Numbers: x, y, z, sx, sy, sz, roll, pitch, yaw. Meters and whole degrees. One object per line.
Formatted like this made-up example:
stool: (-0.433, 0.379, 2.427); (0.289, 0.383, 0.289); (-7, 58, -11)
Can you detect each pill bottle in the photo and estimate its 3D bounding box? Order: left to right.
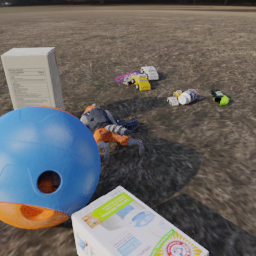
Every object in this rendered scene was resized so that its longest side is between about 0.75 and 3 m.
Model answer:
pill bottle: (2.582, -1.339, 12.190); (0.509, 0.509, 0.850); (23, 37, 35)

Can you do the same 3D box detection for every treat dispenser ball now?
treat dispenser ball: (-1.905, 0.812, 6.113); (2.622, 2.622, 2.622); (0, 29, 0)

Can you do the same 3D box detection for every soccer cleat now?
soccer cleat: (3.955, -1.396, 12.393); (0.526, 0.438, 1.298); (-11, 33, -11)

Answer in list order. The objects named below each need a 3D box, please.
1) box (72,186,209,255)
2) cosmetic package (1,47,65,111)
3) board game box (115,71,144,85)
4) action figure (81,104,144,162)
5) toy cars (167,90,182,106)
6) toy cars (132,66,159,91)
box: (0.145, 2.237, 5.000); (1.234, 1.112, 2.195); (-24, 37, -35)
cosmetic package: (-3.043, -1.171, 9.407); (1.505, 2.861, 1.017); (0, 29, 1)
board game box: (0.193, -2.688, 14.963); (0.954, 0.257, 1.590); (19, 34, 38)
action figure: (-0.498, -0.059, 9.080); (2.582, 1.351, 2.498); (-19, 43, -32)
toy cars: (2.142, -1.395, 12.482); (0.643, 0.318, 1.435); (14, 32, 25)
toy cars: (0.925, -2.718, 14.396); (1.193, 0.589, 2.660); (18, 36, 13)
